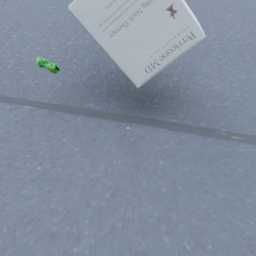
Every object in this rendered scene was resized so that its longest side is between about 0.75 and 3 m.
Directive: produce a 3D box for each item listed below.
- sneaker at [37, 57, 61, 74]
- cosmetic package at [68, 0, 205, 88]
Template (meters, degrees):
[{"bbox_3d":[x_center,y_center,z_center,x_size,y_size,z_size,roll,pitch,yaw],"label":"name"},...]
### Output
[{"bbox_3d":[-2.216,-1.784,7.879,0.346,0.827,0.306,-4,78,28],"label":"sneaker"},{"bbox_3d":[0.340,-3.250,8.013,2.374,2.837,2.359,-35,23,24],"label":"cosmetic package"}]
